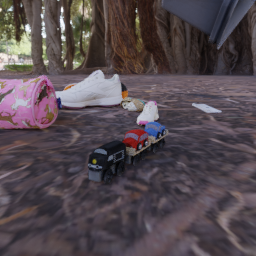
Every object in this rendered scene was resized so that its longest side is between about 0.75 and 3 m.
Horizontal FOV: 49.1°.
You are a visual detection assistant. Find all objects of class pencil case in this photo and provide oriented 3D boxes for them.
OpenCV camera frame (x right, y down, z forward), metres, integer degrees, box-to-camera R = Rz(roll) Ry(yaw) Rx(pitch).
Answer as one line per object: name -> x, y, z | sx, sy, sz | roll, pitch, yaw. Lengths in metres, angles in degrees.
pencil case -> -3.265, -0.687, 7.170 | 2.998, 1.241, 1.297 | 2, 28, 19

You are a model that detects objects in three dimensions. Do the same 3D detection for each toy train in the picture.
toy train -> 0.105, 0.283, 4.620 | 0.399, 0.536, 2.339 | 7, 14, 28

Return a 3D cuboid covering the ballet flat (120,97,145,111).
ballet flat -> 0.128, -0.776, 9.788 | 0.459, 0.495, 1.405 | -32, 20, -15

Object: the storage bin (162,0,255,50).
storage bin -> 1.593, -2.673, 4.950 | 1.357, 1.470, 2.020 | 32, 65, 14

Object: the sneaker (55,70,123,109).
sneaker -> -1.538, -1.439, 10.349 | 2.772, 1.381, 1.038 | -7, 18, -25

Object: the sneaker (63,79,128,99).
sneaker -> -1.385, -1.515, 11.691 | 2.706, 1.025, 1.245 | -3, 9, -17

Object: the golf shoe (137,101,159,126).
golf shoe -> 0.532, -0.412, 7.632 | 0.483, 0.587, 1.284 | 4, 15, 14

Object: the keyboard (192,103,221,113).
keyboard -> 2.827, -0.729, 10.200 | 0.505, 0.096, 1.793 | 4, 13, -5
